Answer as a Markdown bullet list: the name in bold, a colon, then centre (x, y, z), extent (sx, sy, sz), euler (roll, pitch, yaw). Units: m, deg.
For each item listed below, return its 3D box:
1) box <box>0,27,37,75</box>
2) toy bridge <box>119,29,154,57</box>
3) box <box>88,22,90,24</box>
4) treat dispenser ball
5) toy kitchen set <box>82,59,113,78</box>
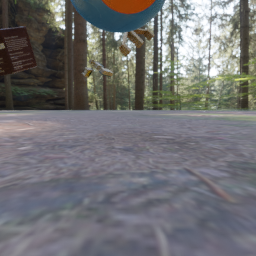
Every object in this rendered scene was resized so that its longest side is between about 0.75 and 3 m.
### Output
- **box**: centre (-4.334, -2.763, 10.155), extent (1.240, 1.494, 1.227), euler (-1, 22, 30)
- **toy bridge**: centre (0.250, -3.599, 11.261), extent (0.324, 0.800, 2.380), euler (-41, 4, 44)
- **box**: centre (-0.511, -3.656, 7.601), extent (1.879, 0.773, 0.462), euler (-20, 22, 36)
- **treat dispenser ball**: centre (-0.211, -3.208, 5.932), extent (2.260, 2.260, 2.260), euler (0, 4, 0)
- **toy kitchen set**: centre (-1.025, -1.811, 9.337), extent (0.814, 0.652, 0.479), euler (45, 23, 29)
